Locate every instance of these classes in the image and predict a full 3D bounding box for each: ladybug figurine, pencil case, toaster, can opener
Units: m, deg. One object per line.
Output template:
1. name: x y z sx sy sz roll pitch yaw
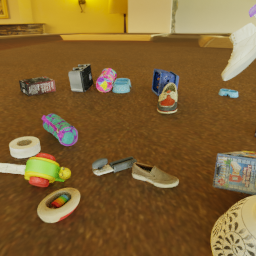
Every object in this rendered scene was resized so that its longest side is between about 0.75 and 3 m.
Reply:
1. ladybug figurine: -1.492 1.716 6.191 0.734 0.389 1.082 17 29 32
2. pencil case: -2.356 0.022 9.634 0.751 0.692 1.625 27 0 -41
3. toaster: -2.480 -2.658 15.104 0.838 1.413 1.277 5 31 18
4. pencil case: -1.172 -2.703 15.567 0.993 0.993 2.247 1 23 1
5. can opener: -0.365 0.979 7.800 1.330 0.445 0.355 -14 27 -28

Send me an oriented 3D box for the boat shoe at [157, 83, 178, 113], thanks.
1. boat shoe: 1.846 -1.354 12.687 0.896 0.788 2.518 7 26 12

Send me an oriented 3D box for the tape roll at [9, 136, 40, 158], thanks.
1. tape roll: -3.240 0.593 8.822 0.910 0.318 0.910 -1 24 0

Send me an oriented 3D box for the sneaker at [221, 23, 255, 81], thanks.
1. sneaker: 2.770 -1.941 7.097 0.522 1.417 0.819 -4 53 -54

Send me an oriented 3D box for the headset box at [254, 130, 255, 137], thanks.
1. headset box: 5.027 0.211 9.611 0.759 0.394 1.019 -18 28 -35

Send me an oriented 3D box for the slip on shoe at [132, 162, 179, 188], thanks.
1. slip on shoe: 0.702 1.204 7.361 1.276 0.386 0.485 13 27 27

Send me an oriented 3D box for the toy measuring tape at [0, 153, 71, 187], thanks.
1. toy measuring tape: -2.617 1.017 7.176 2.356 0.867 0.867 6 24 10

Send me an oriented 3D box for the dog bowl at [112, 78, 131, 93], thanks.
1. dog bowl: -0.337 -2.368 15.434 0.955 0.425 1.713 2 23 5

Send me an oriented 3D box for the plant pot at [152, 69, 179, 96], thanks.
1. plant pot: 1.951 -2.365 14.533 1.091 1.214 1.214 1 23 -14

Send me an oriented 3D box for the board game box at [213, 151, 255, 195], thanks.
1. board game box: 3.650 1.118 6.349 2.570 0.793 2.571 9 3 37

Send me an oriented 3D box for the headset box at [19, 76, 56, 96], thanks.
1. headset box: -4.745 -2.264 14.923 1.665 0.643 1.239 -18 30 -33

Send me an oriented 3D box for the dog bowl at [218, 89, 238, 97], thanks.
1. dog bowl: 5.155 -1.802 14.368 0.990 0.245 0.552 15 28 32

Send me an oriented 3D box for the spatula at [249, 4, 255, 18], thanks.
1. spatula: 3.727 -3.091 8.038 0.295 1.043 0.107 -39 38 14

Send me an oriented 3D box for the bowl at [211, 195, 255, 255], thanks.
1. bowl: 2.617 1.847 4.825 2.197 1.031 2.197 -1 32 1
